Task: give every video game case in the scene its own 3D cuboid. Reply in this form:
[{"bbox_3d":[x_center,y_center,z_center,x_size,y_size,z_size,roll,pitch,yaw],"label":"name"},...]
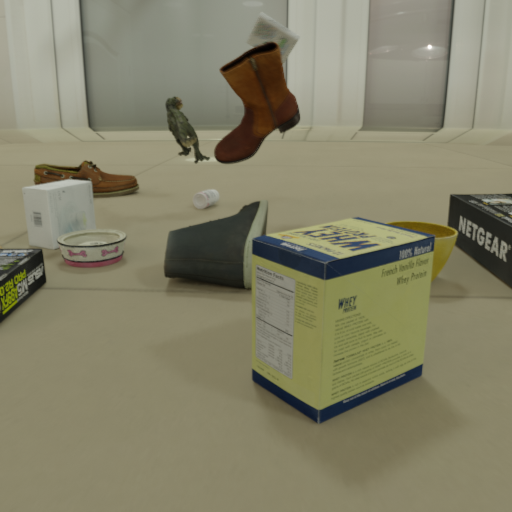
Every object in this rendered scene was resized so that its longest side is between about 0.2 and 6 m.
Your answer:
[{"bbox_3d":[0.385,-5.154,13.364,1.044,0.136,1.147,29,-18,-9],"label":"video game case"}]

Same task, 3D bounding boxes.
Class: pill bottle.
[{"bbox_3d":[-1.317,-1.526,14.933,0.441,0.441,0.778,7,18,23],"label":"pill bottle"}]

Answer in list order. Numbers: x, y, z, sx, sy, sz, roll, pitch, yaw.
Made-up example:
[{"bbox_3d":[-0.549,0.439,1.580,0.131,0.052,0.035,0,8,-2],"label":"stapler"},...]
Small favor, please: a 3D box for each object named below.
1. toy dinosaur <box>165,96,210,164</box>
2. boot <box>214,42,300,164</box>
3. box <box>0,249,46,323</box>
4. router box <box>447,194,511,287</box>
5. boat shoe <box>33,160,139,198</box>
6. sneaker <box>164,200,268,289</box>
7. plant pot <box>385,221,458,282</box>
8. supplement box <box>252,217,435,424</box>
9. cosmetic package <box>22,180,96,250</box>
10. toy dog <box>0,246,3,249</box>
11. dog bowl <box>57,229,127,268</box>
[{"bbox_3d":[-1.517,-2.567,12.026,0.595,1.105,2.507,-25,40,-4],"label":"toy dinosaur"},{"bbox_3d":[-0.220,-2.994,11.411,2.166,0.788,2.300,-24,-25,8],"label":"boot"},{"bbox_3d":[-4.746,0.456,7.986,2.731,0.604,2.187,0,17,0],"label":"box"},{"bbox_3d":[5.455,-0.303,9.808,3.003,0.997,3.819,0,17,0],"label":"router box"},{"bbox_3d":[-4.938,-2.265,16.404,2.968,1.009,1.068,-6,18,-20],"label":"boat shoe"},{"bbox_3d":[-0.617,-0.364,9.804,1.564,1.102,2.945,4,18,4],"label":"sneaker"},{"bbox_3d":[2.604,-0.022,9.126,1.208,0.858,1.208,0,16,0],"label":"plant pot"},{"bbox_3d":[0.884,0.561,5.849,1.609,1.607,1.080,-12,21,-36],"label":"supplement box"},{"bbox_3d":[-3.957,-0.868,11.383,0.733,1.189,1.193,8,19,27],"label":"cosmetic package"},{"bbox_3d":[-5.200,-0.206,10.306,0.603,0.825,1.252,-49,31,-15],"label":"toy dog"},{"bbox_3d":[-2.985,-0.137,10.253,1.225,0.452,1.225,0,16,0],"label":"dog bowl"}]
